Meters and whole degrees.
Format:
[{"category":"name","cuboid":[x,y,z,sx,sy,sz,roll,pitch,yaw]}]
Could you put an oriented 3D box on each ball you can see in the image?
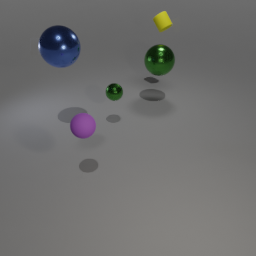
[{"category":"ball","cuboid":[1.437,-3.086,12.764,1.400,1.400,1.400,0,31,0]},{"category":"ball","cuboid":[-1.224,-0.060,7.631,0.700,0.700,0.700,0,31,0]},{"category":"ball","cuboid":[-2.325,-2.768,9.569,1.400,1.400,1.400,0,31,0]},{"category":"ball","cuboid":[-0.541,-1.421,11.080,0.700,0.700,0.700,0,31,0]}]

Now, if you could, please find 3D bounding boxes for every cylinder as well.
[{"category":"cylinder","cuboid":[1.641,-5.019,13.252,0.700,0.700,0.700,-29,4,2]}]
